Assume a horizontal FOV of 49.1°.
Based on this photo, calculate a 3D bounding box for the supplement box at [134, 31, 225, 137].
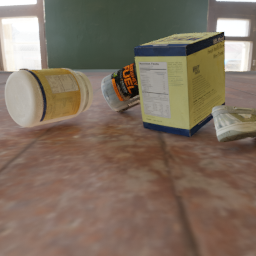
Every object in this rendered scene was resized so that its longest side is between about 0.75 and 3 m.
[{"bbox_3d":[1.651,-1.419,8.335,1.635,2.433,2.436,11,30,38],"label":"supplement box"}]

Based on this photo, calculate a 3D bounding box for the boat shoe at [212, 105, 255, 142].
[{"bbox_3d":[3.150,-0.230,7.105,2.630,0.843,0.969,-8,-16,-32],"label":"boat shoe"}]

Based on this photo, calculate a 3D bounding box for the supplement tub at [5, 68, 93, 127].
[{"bbox_3d":[-2.406,-1.019,8.817,1.674,1.674,2.318,11,18,36],"label":"supplement tub"}]

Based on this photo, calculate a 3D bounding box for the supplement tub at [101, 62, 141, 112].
[{"bbox_3d":[0.375,-1.686,10.561,2.482,1.521,1.521,-22,6,22],"label":"supplement tub"}]
